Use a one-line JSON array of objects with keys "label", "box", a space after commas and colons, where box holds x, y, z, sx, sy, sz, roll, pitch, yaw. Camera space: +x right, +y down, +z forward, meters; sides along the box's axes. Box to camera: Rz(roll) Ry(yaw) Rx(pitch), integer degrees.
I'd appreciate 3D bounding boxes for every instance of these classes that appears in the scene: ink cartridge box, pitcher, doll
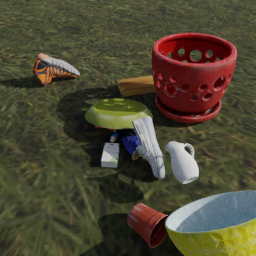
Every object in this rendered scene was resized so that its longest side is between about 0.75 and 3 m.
[{"label": "ink cartridge box", "box": [-0.559, 0.873, 9.081, 0.506, 0.291, 0.864, 3, 38, 4]}, {"label": "pitcher", "box": [1.536, 0.886, 7.459, 0.917, 0.648, 1.069, -4, 57, -29]}, {"label": "doll", "box": [-0.043, 0.365, 9.590, 1.226, 0.436, 1.797, -11, 38, -27]}]

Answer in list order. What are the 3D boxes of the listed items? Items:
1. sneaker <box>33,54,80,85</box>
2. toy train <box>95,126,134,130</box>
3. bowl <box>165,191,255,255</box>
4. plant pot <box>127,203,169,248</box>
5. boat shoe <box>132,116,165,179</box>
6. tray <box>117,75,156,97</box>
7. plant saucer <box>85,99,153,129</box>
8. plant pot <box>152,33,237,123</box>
[{"label": "sneaker", "box": [-3.395, -2.531, 13.016, 2.195, 1.230, 0.851, 16, 25, -40]}, {"label": "toy train", "box": [-0.513, -0.152, 10.225, 1.790, 0.498, 1.345, 12, 4, 28]}, {"label": "bowl", "box": [2.099, 2.312, 5.906, 2.372, 1.277, 2.372, -17, -4, -1]}, {"label": "plant pot", "box": [0.477, 2.324, 6.886, 0.825, 0.848, 0.848, 24, 43, 39]}, {"label": "boat shoe", "box": [0.586, 0.635, 8.680, 0.678, 0.747, 2.032, -11, 65, -6]}, {"label": "tray", "box": [0.596, -1.935, 12.608, 1.980, 0.367, 0.976, -11, 39, -12]}, {"label": "plant saucer", "box": [-0.334, -0.633, 10.397, 2.520, 0.392, 2.520, 1, 24, 0]}, {"label": "plant pot", "box": [2.306, -1.824, 10.581, 2.932, 2.670, 2.932, 1, 38, 0]}]
